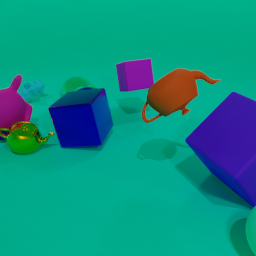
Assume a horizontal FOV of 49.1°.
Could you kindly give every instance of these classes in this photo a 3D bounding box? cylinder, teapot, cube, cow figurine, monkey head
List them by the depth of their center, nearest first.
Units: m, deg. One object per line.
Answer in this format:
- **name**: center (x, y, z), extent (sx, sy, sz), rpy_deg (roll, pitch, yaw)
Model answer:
- **cube**: center (2.121, 0.390, 5.054), extent (1.307, 1.307, 1.307), rpy_deg (-45, 37, 0)
- **teapot**: center (0.897, -0.608, 5.088), extent (1.557, 0.762, 0.968), rpy_deg (-34, -4, 9)
- **teapot**: center (-2.395, 0.182, 6.613), extent (1.315, 0.644, 0.818), rpy_deg (9, 40, -8)
- **cube**: center (-1.104, -0.257, 6.891), extent (1.082, 1.082, 1.082), rpy_deg (-4, 26, 17)
- **monkey head**: center (-3.220, -0.471, 7.068), extent (1.934, 1.166, 1.392), rpy_deg (-47, 47, -9)
- **cube**: center (0.195, -1.513, 8.106), extent (0.818, 0.818, 0.818), rpy_deg (-11, 10, -17)
- **cylinder**: center (-1.351, -0.836, 8.116), extent (1.086, 1.086, 1.086), rpy_deg (-11, 27, -20)
- **cow figurine**: center (-3.278, -1.213, 9.425), extent (1.036, 0.569, 1.019), rpy_deg (-48, 1, -8)

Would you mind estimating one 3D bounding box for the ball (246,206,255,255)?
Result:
- **ball**: center (2.128, 1.443, 3.812), extent (0.972, 0.972, 0.972), rpy_deg (0, 28, 0)
